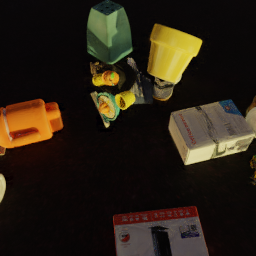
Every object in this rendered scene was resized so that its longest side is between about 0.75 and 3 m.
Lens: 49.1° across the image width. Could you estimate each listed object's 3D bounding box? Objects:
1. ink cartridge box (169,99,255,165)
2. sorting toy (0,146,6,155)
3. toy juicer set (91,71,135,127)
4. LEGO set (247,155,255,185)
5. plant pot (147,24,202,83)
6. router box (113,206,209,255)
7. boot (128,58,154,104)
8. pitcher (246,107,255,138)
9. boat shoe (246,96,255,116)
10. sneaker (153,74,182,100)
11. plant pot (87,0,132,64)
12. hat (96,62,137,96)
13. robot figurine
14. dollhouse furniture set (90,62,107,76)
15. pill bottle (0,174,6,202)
[{"bbox_3d":[3.114,0.126,10.829,2.609,1.099,1.886,-12,53,-9],"label":"ink cartridge box"},{"bbox_3d":[-5.156,0.777,10.957,0.757,0.149,0.818,-4,48,-3],"label":"sorting toy"},{"bbox_3d":[-0.922,-1.057,10.315,0.737,2.707,1.722,-33,88,-31],"label":"toy juicer set"},{"bbox_3d":[4.982,1.752,9.889,1.625,0.942,1.250,15,24,3],"label":"LEGO set"},{"bbox_3d":[1.695,-2.961,11.391,2.021,1.901,2.021,19,18,-6],"label":"plant pot"},{"bbox_3d":[0.984,3.696,8.318,2.657,0.649,2.385,-5,52,-4],"label":"router box"},{"bbox_3d":[0.514,-2.133,12.851,1.161,0.935,2.571,3,60,-6],"label":"boot"},{"bbox_3d":[5.229,0.174,10.447,1.266,1.792,2.089,-14,19,12],"label":"pitcher"},{"bbox_3d":[6.053,-1.363,12.033,1.039,1.014,2.747,28,57,24],"label":"boat shoe"},{"bbox_3d":[1.917,-2.578,12.888,1.067,1.237,2.822,13,52,11],"label":"sneaker"},{"bbox_3d":[-0.940,-4.822,13.873,1.731,2.451,1.732,36,60,25],"label":"plant pot"},{"bbox_3d":[-0.726,-2.261,12.365,2.163,0.872,2.163,-14,58,23],"label":"hat"},{"bbox_3d":[-3.990,-0.180,10.785,2.786,1.624,2.004,-15,75,-13],"label":"robot figurine"},{"bbox_3d":[-1.314,-3.002,13.520,0.919,0.748,0.874,-25,56,-18],"label":"dollhouse furniture set"},{"bbox_3d":[-5.290,1.999,9.386,1.981,1.077,1.077,4,52,2],"label":"pill bottle"}]
